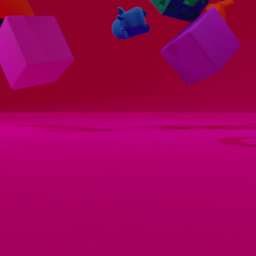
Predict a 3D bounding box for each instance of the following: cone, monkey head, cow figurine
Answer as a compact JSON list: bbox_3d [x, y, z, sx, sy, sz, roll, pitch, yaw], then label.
[{"bbox_3d":[-3.159,-3.401,7.857,1.586,1.580,1.580,36,-8,-17],"label":"cone"},{"bbox_3d":[3.001,-3.689,9.260,1.039,0.870,1.444,-20,32,9],"label":"monkey head"},{"bbox_3d":[-0.023,-2.799,7.626,1.456,0.799,1.433,-4,18,46],"label":"cow figurine"}]

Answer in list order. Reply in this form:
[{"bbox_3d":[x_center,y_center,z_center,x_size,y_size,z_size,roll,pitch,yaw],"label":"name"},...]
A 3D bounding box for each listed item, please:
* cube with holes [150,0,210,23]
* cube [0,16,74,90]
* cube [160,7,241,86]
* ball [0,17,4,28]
[{"bbox_3d":[1.427,-3.960,7.657,1.364,1.364,1.364,-5,-36,-39],"label":"cube with holes"},{"bbox_3d":[-2.305,-1.825,6.797,1.230,1.230,1.230,-22,-5,-42],"label":"cube"},{"bbox_3d":[1.965,-2.172,7.658,1.291,1.291,1.291,-47,13,-25],"label":"cube"},{"bbox_3d":[-4.356,-2.937,8.801,1.364,1.364,1.364,0,3,0],"label":"ball"}]
